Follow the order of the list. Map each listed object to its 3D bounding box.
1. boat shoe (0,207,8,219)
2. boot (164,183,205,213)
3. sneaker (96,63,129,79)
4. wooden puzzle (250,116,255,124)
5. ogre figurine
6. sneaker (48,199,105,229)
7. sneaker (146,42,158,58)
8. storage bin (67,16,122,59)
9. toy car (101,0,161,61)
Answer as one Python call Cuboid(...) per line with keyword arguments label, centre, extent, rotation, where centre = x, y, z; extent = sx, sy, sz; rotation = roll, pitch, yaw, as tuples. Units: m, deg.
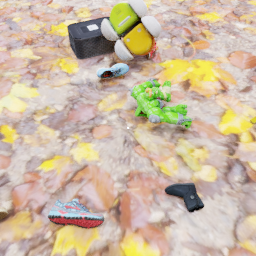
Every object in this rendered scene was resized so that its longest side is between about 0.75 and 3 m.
Cuboid(label="boat shoe", centre=(-4.706, 2.655, 8.844), extent=(1.755, 0.625, 0.566), rotation=(-7, 48, -5))
Cuboid(label="boot", centre=(1.870, 2.316, 9.274), extent=(1.136, 0.434, 0.954), rotation=(-4, 43, -12))
Cuboid(label="sneaker", centre=(-0.680, -2.662, 13.576), extent=(1.619, 0.635, 0.728), rotation=(-17, 28, -11))
Cuboid(label="wooden puzzle", centre=(6.030, -0.103, 11.696), extent=(1.078, 0.187, 1.598), rotation=(-37, 57, -24))
Cuboid(label="ogre figurine", centre=(1.251, -1.039, 11.770), extent=(1.797, 1.471, 2.998), rotation=(-9, 68, -30))
Cuboid(label="sneaker", centre=(-1.584, 2.602, 8.847), extent=(1.777, 0.705, 0.849), rotation=(6, 46, 5))
Cuboid(label="sneaker", centre=(1.341, -4.347, 15.327), extent=(0.647, 0.587, 1.524), rotation=(8, 48, 1))
Cuboid(label="storage bin", centre=(-1.830, -5.022, 15.481), extent=(2.669, 1.251, 1.804), rotation=(-18, 50, -17))
Cuboid(label="toy car", centre=(0.280, -4.941, 14.204), extent=(2.850, 2.494, 2.137), rotation=(56, 22, 3))
